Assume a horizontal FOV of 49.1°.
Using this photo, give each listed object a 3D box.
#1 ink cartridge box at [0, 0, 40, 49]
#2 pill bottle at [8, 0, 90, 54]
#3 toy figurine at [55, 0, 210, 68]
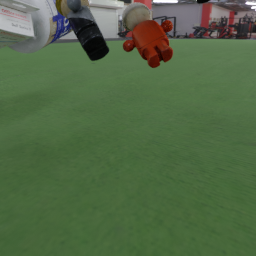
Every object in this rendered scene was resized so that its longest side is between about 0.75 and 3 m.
[{"bbox_3d":[-2.853,-2.273,6.280,1.709,0.575,1.001,-6,3,30],"label":"ink cartridge box"},{"bbox_3d":[-2.278,-3.394,7.912,1.742,1.742,2.910,8,36,19],"label":"pill bottle"},{"bbox_3d":[0.073,-2.182,4.496,2.095,2.128,1.480,-5,57,-33],"label":"toy figurine"}]
